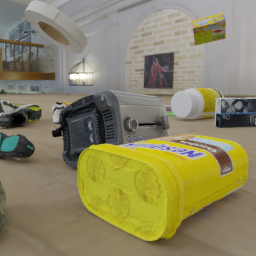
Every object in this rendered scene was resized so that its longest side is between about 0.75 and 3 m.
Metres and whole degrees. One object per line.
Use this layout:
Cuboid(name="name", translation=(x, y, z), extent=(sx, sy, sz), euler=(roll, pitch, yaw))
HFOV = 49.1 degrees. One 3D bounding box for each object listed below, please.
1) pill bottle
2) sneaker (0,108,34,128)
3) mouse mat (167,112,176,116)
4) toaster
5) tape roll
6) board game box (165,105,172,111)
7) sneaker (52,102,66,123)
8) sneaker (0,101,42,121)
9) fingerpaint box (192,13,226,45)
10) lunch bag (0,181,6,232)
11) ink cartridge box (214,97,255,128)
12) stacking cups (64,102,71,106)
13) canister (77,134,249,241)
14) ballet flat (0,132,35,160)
Cuboid(name="pill bottle", translation=(3.448, -1.211, 13.832), extent=(2.627, 1.501, 1.501), euler=(-7, 12, -40))
Cuboid(name="sneaker", translation=(-4.434, -0.396, 11.559), extent=(0.942, 0.692, 2.082), euler=(6, 14, 19))
Cuboid(name="mouse mat", translation=(2.597, -0.793, 15.911), extent=(1.163, 0.054, 1.445), euler=(-4, 11, -22))
Cuboid(name="toaster", translation=(-0.325, 0.086, 5.785), extent=(1.614, 1.420, 2.498), euler=(-2, -7, -39))
Cuboid(name="tape roll", translation=(-2.628, -3.657, 10.374), extent=(2.452, 0.448, 2.452), euler=(30, -7, 4))
Cuboid(name="board game box", translation=(2.161, -1.287, 18.229), extent=(1.612, 0.278, 1.091), euler=(-3, 10, -18))
Cuboid(name="sneaker", translation=(-3.143, -0.795, 13.204), extent=(0.856, 0.929, 2.323), euler=(-4, 8, -16))
Cuboid(name="sneaker", translation=(-5.227, -0.622, 12.494), extent=(1.135, 0.999, 2.683), euler=(-1, -2, 37))
Cuboid(name="fingerpaint box", translation=(3.244, -3.948, 11.236), extent=(1.239, 0.454, 1.033), euler=(-9, -27, 16))
Cuboid(name="lunch bag", translation=(-2.081, 0.843, 3.257), extent=(1.059, 0.880, 1.262), euler=(-20, 16, -20))
Cuboid(name="ink cartridge box", translation=(4.688, -0.642, 11.344), extent=(2.378, 1.182, 0.466), euler=(-3, 10, -14))
Cuboid(name="stacking cups", translation=(-2.381, -1.033, 15.729), extent=(2.512, 0.760, 0.760), euler=(-2, 8, -39))
Cuboid(name="canister", translation=(0.598, 0.652, 4.127), extent=(1.605, 0.935, 2.161), euler=(9, 11, 44))
Cuboid(name="ballet flat", translation=(-2.817, 0.452, 6.636), extent=(1.829, 0.668, 0.668), euler=(0, 7, 40))
